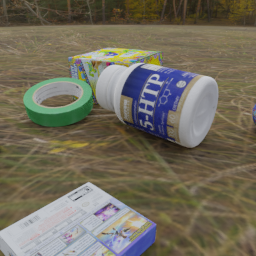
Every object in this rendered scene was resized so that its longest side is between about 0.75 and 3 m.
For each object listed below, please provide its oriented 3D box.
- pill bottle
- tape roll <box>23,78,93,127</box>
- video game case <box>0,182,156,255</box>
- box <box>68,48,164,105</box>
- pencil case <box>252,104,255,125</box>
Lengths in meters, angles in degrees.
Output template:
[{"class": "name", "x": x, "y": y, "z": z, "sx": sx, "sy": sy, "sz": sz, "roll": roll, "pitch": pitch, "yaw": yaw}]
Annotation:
[{"class": "pill bottle", "x": 0.667, "y": -0.768, "z": 7.542, "sx": 2.995, "sy": 1.793, "sz": 1.793, "roll": 20, "pitch": 31, "yaw": 33}, {"class": "tape roll", "x": -2.185, "y": -0.882, "z": 8.917, "sx": 2.124, "sy": 0.510, "sz": 2.124, "roll": 0, "pitch": 40, "yaw": 0}, {"class": "video game case", "x": -0.717, "y": 1.619, "z": 4.125, "sx": 1.565, "sy": 0.392, "sz": 1.726, "roll": 21, "pitch": 32, "yaw": 38}, {"class": "box", "x": -0.373, "y": -2.016, "z": 10.662, "sx": 2.568, "sy": 1.627, "sz": 2.667, "roll": 14, "pitch": 28, "yaw": 28}, {"class": "pencil case", "x": 3.900, "y": 0.035, "z": 6.808, "sx": 1.144, "sy": 1.028, "sz": 2.634, "roll": -25, "pitch": 19, "yaw": 18}]
